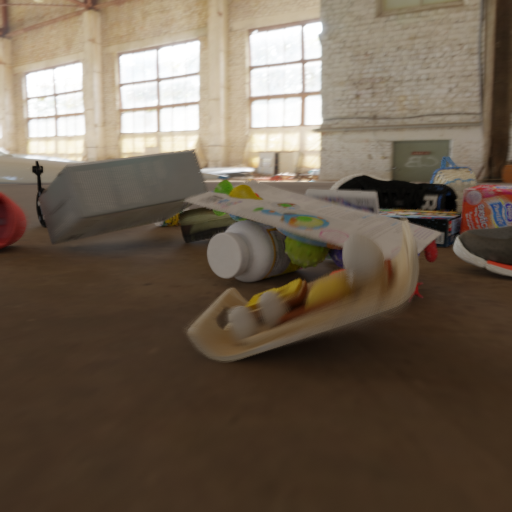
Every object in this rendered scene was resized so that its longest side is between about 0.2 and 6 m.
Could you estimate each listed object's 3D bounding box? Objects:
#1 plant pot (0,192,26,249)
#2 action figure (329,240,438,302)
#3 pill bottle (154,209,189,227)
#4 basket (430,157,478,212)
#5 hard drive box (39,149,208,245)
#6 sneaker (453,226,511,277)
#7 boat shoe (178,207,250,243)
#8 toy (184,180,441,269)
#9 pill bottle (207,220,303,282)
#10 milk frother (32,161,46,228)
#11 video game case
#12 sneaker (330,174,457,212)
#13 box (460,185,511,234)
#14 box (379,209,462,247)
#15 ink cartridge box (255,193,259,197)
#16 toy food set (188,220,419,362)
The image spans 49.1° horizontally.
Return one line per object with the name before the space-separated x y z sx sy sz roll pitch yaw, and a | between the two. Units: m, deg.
plant pot | -4.612 -0.598 9.775 1.157 1.157 1.024 0 1 -3
action figure | 1.404 0.217 6.217 0.756 0.598 2.312 0 12 34
pill bottle | -2.010 -0.953 13.528 0.851 0.480 0.480 -6 11 -36
basket | 5.333 -1.750 15.385 1.222 1.549 1.757 -3 28 -4
hard drive box | -2.372 -1.050 9.986 2.380 0.914 1.855 -15 -3 -37
sneaker | 4.120 -0.300 7.171 3.030 1.241 1.168 6 11 34
boat shoe | -0.418 -0.614 10.693 2.096 0.689 0.749 -4 18 1
toy | 0.654 -0.281 6.963 2.787 0.658 1.605 22 26 27
pill bottle | 0.080 -0.098 7.344 0.798 0.798 1.531 7 12 38
milk frother | -4.618 -1.543 13.753 1.503 1.598 1.442 -7 8 -40
video game case | 1.299 -0.398 8.080 0.981 1.370 0.123 6 50 23
sneaker | 3.564 -1.398 13.732 3.413 1.247 1.910 -4 8 -31
box | 4.697 -0.811 10.843 1.087 1.041 2.181 6 12 28
box | 2.674 -0.637 11.430 2.813 0.530 1.921 5 11 29
ink cartridge box | -0.344 -0.898 11.746 1.411 0.820 0.474 -3 29 -20
toy food set | 0.441 0.199 4.657 1.819 0.549 1.305 -20 7 15
